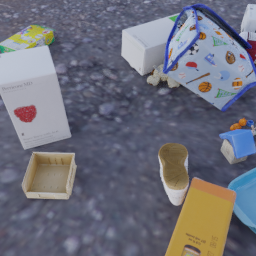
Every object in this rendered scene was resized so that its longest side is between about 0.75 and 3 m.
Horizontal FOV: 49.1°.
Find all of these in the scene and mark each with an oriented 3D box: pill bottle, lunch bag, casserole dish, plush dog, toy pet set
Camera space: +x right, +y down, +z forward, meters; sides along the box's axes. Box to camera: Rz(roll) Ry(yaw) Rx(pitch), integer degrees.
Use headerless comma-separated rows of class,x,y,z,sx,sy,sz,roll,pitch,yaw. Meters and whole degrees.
pill bottle,4.457,-2.845,9.976,1.834,1.036,1.036,11,47,12
lunch bag,2.464,-2.343,8.497,2.383,1.736,2.803,32,40,-17
casserole dish,3.227,1.512,6.129,2.342,0.454,1.419,-21,49,-20
plush dog,1.215,-1.852,9.260,1.104,0.886,0.948,6,21,5
toy pet set,3.092,0.223,7.110,1.481,0.842,1.586,-13,47,-13

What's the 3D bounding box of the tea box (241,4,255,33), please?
tea box,5.423,-4.104,11.198,1.503,1.021,1.528,12,47,10

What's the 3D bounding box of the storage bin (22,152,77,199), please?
storage bin,-1.791,1.101,6.510,1.012,0.474,1.005,2,45,1

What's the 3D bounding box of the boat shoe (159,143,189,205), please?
boat shoe,1.042,1.003,6.487,0.691,0.676,1.951,1,26,9

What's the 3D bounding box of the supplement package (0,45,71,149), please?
supplement package,-2.361,-0.737,7.122,1.309,2.159,1.293,-15,48,-13

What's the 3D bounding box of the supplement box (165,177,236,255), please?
supplement box,1.176,2.290,5.057,0.916,0.947,2.752,19,47,18

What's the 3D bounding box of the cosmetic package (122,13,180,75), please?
cosmetic package,1.233,-3.054,10.072,2.662,1.129,1.432,-25,56,-25

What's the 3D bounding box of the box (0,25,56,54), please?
box,-3.814,-3.391,10.898,1.192,0.492,2.032,23,52,21
